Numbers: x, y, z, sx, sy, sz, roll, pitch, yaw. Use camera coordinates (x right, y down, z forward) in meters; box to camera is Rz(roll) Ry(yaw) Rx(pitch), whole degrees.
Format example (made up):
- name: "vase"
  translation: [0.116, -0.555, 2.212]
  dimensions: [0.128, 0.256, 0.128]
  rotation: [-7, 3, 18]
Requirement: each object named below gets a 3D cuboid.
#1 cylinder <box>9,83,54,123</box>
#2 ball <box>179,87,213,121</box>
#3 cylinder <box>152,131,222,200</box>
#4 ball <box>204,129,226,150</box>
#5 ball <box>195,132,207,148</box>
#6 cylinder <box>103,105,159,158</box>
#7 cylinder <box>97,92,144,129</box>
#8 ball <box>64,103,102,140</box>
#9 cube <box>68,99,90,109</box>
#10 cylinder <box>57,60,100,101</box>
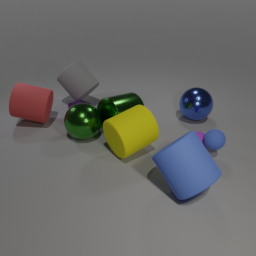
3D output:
- name: "cylinder"
  translation: [-3.892, -1.015, 11.382]
  dimensions: [1.400, 1.400, 1.400]
  rotation: [12, 29, -7]
- name: "ball"
  translation: [2.872, -1.009, 11.819]
  dimensions: [1.400, 1.400, 1.400]
  rotation: [0, 30, 0]
- name: "cylinder"
  translation: [1.602, 1.015, 7.756]
  dimensions: [1.400, 1.400, 1.400]
  rotation: [-29, 83, -40]
- name: "ball"
  translation: [2.898, 0.387, 9.355]
  dimensions: [0.700, 0.700, 0.700]
  rotation: [0, 30, 0]
- name: "ball"
  translation: [2.498, 0.477, 9.983]
  dimensions: [0.700, 0.700, 0.700]
  rotation: [0, 30, 0]
- name: "cylinder"
  translation: [0.089, 0.110, 9.501]
  dimensions: [1.400, 1.400, 1.400]
  rotation: [-27, 38, -24]
- name: "cylinder"
  translation: [-0.278, -0.599, 11.003]
  dimensions: [1.400, 1.400, 1.400]
  rotation: [-18, 34, -39]
- name: "ball"
  translation: [-1.694, -0.253, 10.545]
  dimensions: [1.400, 1.400, 1.400]
  rotation: [0, 30, 0]
- name: "cube"
  translation: [-2.076, -0.734, 12.092]
  dimensions: [0.700, 0.700, 0.700]
  rotation: [24, 37, 37]
- name: "cylinder"
  translation: [-2.261, -2.123, 12.781]
  dimensions: [1.400, 1.400, 1.400]
  rotation: [-40, 5, 5]
